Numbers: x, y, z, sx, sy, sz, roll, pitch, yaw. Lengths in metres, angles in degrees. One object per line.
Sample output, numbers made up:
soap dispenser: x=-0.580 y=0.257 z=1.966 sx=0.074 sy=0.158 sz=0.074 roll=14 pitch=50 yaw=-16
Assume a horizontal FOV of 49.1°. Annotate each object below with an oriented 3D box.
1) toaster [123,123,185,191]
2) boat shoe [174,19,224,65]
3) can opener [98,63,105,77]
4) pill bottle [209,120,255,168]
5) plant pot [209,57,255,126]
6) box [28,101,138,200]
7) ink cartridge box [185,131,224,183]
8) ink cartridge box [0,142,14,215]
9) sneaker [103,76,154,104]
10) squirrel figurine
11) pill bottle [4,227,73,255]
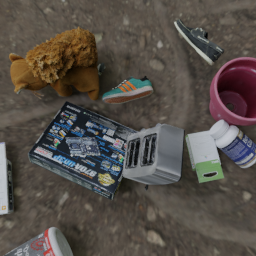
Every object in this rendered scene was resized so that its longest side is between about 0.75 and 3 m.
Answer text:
toaster: x=0.741 y=0.851 z=8.144 sx=1.057 sy=1.611 sz=1.781 roll=20 pitch=68 yaw=-30
boat shoe: x=2.220 y=-2.840 z=8.885 sx=0.643 sy=0.683 sz=1.901 roll=-46 pitch=70 yaw=21
can opener: x=-1.177 y=-1.955 z=10.265 sx=0.274 sy=0.344 sz=1.028 roll=29 pitch=77 yaw=8
pill bottle: x=3.443 y=0.484 z=9.127 sx=1.597 sy=0.887 sz=0.887 roll=41 pitch=78 yaw=-6
plant pot: x=3.599 y=-0.943 z=9.191 sx=2.099 sy=1.879 sz=2.099 roll=0 pitch=74 yaw=-1
box: x=-1.296 y=0.637 z=9.043 sx=2.914 sy=0.670 sz=2.316 roll=23 pitch=57 yaw=6
ink cartridge box: x=2.547 y=0.962 z=9.394 sx=0.851 sy=0.486 sz=1.639 roll=-10 pitch=75 yaw=-3
ink cartridge box: x=-4.999 y=1.772 z=9.157 sx=2.287 sy=0.501 sz=2.308 roll=-8 pitch=77 yaw=-2
sneaker: x=-0.060 y=-1.378 z=9.991 sx=1.841 sy=0.657 sz=0.736 roll=-13 pitch=71 yaw=-10
squirrel figurine: x=-2.392 y=-2.040 z=8.933 sx=2.773 sy=2.971 sz=2.103 roll=-7 pitch=80 yaw=-11
pill bottle: x=-2.885 y=4.074 z=8.084 sx=2.387 sy=1.383 sz=1.383 roll=-30 pitch=77 yaw=-8
